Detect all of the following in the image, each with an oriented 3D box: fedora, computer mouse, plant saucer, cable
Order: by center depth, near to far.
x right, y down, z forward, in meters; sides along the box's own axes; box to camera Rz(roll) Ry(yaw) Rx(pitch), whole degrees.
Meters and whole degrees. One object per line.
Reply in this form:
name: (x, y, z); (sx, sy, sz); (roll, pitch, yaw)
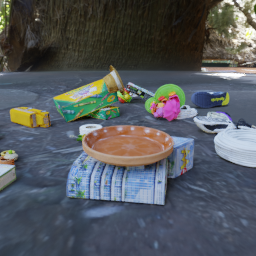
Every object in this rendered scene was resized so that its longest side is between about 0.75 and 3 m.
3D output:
plant saucer: (0.001, 0.394, 6.499); (2.087, 0.337, 2.087); (1, 19, 0)
cable: (3.642, 0.563, 8.520); (2.004, 0.694, 2.004); (-13, 21, -38)
fedora: (-0.568, -1.648, 10.301); (0.531, 1.303, 1.303); (-26, 20, -7)
computer mouse: (3.794, -0.065, 11.256); (2.463, 0.540, 1.351); (4, 19, -7)

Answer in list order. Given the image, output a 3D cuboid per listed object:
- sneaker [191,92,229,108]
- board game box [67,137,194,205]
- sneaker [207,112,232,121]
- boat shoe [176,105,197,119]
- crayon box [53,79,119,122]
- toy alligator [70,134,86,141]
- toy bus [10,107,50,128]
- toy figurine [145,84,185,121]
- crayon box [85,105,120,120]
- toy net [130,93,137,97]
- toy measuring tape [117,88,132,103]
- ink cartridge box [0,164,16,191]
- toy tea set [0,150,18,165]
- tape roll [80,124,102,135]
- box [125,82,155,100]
sneaker: (4.702, -1.688, 16.565); (2.598, 0.961, 1.069); (-1, 9, -25)
board game box: (0.272, 0.821, 7.153); (2.861, 0.883, 2.863); (1, 15, 8)
sneaker: (4.291, -0.454, 12.511); (0.819, 0.573, 1.647); (-3, 15, -14)
boat shoe: (2.880, -0.845, 13.929); (0.662, 0.588, 1.799); (13, 20, 40)
crayon box: (-2.059, -1.397, 13.696); (2.790, 0.813, 1.657); (-25, 31, -17)
toy alligator: (-1.496, 0.387, 9.974); (1.260, 0.303, 0.418); (-4, -13, 16)
toy bus: (-4.308, -0.469, 12.367); (2.060, 0.670, 0.806); (12, 19, 39)
toy figurine: (1.767, -1.007, 13.572); (2.117, 1.589, 1.949); (-19, 20, 16)
crayon box: (-1.388, -0.856, 14.135); (1.717, 0.500, 1.020); (13, 20, 39)
toy net: (-0.437, -2.311, 19.020); (2.539, 0.490, 1.332); (-1, 20, 16)
toy measuring tape: (-0.430, -2.161, 18.231); (0.942, 0.942, 2.561); (-4, 12, -15)
ink cartridge box: (-3.266, 1.255, 6.504); (0.679, 0.388, 1.308); (3, 15, 10)
toy tea set: (-3.893, 0.682, 8.039); (1.871, 0.692, 1.113); (4, 16, 15)
tape roll: (-1.442, 0.103, 10.949); (0.876, 0.306, 0.876); (0, 15, 0)
box: (0.978, -2.175, 17.575); (2.274, 0.395, 1.251); (25, 16, -1)
